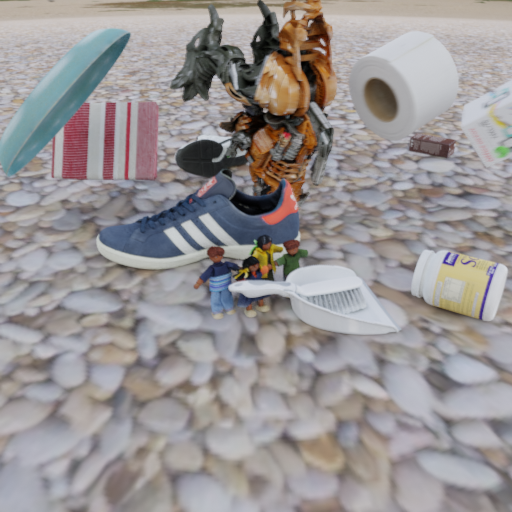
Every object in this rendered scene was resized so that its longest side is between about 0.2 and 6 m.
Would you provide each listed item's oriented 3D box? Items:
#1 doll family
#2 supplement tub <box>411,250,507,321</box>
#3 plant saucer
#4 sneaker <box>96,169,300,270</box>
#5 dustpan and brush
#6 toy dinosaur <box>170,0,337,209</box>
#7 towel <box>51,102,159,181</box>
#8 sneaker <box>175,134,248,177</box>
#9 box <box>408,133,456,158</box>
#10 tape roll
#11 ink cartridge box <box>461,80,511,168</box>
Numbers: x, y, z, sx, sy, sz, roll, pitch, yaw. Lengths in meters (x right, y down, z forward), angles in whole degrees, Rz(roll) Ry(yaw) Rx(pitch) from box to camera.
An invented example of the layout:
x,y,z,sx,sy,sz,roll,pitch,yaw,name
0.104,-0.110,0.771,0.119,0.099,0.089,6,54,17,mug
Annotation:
x,y,z,sx,sy,sz,roll,pitch,yaw,name
-0.045,0.218,8.051,0.709,1.044,1.807,22,36,39,doll family
2.882,0.389,7.976,1.138,0.827,0.827,17,33,27,supplement tub
-2.732,-2.215,7.834,0.361,2.638,2.638,41,24,-17,plant saucer
-0.958,-0.700,9.331,3.408,1.440,1.278,-5,29,-8,sneaker
0.733,0.542,7.888,2.267,0.649,1.582,-7,29,-12,dustpan and brush
0.479,-2.999,9.826,2.394,4.687,3.181,3,32,-43,toy dinosaur
-2.623,-1.987,9.745,1.887,1.359,0.215,1,-3,7,towel
-1.268,-2.397,13.274,1.309,0.858,2.275,14,23,40,sneaker
4.489,-2.817,14.287,1.039,0.389,0.520,18,33,32,box
2.629,-3.047,10.114,1.116,1.625,1.625,-34,40,-19,tape roll
4.059,-2.185,8.964,1.196,0.878,0.874,-26,24,38,ink cartridge box
